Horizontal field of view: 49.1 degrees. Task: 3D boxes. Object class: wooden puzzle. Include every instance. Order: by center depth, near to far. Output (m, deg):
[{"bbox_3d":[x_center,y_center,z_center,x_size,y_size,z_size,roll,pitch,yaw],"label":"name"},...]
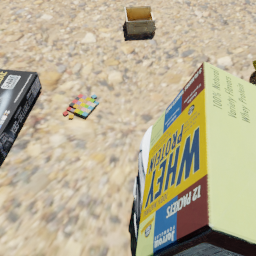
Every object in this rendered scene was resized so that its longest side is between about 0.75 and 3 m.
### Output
[{"bbox_3d":[-1.304,-0.639,8.045,0.689,0.082,1.162,23,53,18],"label":"wooden puzzle"}]

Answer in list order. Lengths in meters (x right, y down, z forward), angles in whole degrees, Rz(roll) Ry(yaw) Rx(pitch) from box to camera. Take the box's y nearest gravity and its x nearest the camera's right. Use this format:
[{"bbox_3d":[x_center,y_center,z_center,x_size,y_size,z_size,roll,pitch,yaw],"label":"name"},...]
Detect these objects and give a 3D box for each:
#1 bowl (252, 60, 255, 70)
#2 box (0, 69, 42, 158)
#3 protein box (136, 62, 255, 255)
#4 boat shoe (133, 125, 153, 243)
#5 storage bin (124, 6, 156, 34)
[{"bbox_3d":[4.511,-1.837,8.593,1.224,1.224,0.659,-8,94,-7],"label":"bowl"},{"bbox_3d":[-3.815,-0.555,7.584,2.075,0.655,2.631,7,51,7],"label":"box"},{"bbox_3d":[1.988,1.013,4.717,2.940,1.983,2.918,22,49,-12],"label":"protein box"},{"bbox_3d":[0.572,1.223,5.868,1.006,0.950,2.804,14,53,-17],"label":"boat shoe"},{"bbox_3d":[0.457,-4.159,10.748,1.108,0.523,1.116,-4,49,-3],"label":"storage bin"}]
